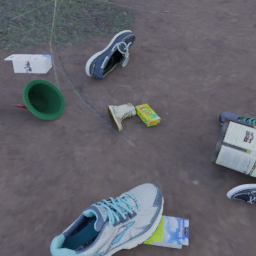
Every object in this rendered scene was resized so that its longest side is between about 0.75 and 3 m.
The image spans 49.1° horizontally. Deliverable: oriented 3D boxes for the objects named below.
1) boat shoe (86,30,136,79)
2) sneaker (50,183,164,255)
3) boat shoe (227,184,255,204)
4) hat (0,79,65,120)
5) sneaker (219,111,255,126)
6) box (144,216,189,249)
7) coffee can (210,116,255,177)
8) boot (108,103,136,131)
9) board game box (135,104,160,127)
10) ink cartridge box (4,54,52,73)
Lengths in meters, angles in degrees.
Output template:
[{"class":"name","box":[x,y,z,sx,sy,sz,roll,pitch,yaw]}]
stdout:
[{"class":"boat shoe","box":[-0.491,-3.040,11.575,0.918,1.111,2.968,27,53,25]},{"class":"sneaker","box":[-0.349,2.141,6.282,2.999,1.294,1.164,-35,45,-24]},{"class":"boat shoe","box":[3.297,1.793,7.454,1.287,0.462,0.436,-2,45,-12]},{"class":"hat","box":[-3.375,-0.830,10.094,1.747,1.538,1.447,44,49,-18]},{"class":"sneaker","box":[4.040,-0.095,8.821,2.339,1.024,0.870,35,55,28]},{"class":"box","box":[0.888,2.510,6.849,1.133,0.270,0.691,6,47,7]},{"class":"coffee can","box":[3.468,0.627,7.872,1.913,1.400,1.400,20,49,17]},{"class":"boot","box":[-0.136,-0.412,9.523,0.888,0.414,1.148,-11,46,-15]},{"class":"board game box","box":[0.661,-0.453,9.630,0.475,0.222,0.934,-15,44,-23]},{"class":"ink cartridge box","box":[-2.908,-1.890,8.220,1.159,0.393,0.667,2,28,1]}]
